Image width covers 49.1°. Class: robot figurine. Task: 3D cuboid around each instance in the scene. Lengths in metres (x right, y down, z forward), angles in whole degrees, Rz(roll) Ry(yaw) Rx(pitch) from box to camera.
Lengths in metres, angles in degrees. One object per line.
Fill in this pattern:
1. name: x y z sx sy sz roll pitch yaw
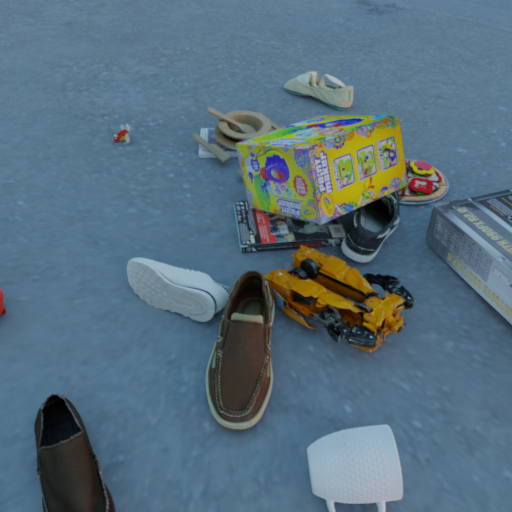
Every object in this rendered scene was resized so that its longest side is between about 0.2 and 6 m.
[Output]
1. robot figurine: 1.447 0.754 9.865 2.565 0.747 1.860 29 48 31

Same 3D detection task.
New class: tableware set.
1. tableware set: 0.303 -2.833 13.988 2.335 0.708 3.532 -27 51 -29

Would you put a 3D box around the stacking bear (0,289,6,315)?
1. stacking bear: -5.443 0.820 9.565 2.106 1.279 1.198 0 40 -12

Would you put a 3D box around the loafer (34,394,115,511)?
1. loafer: -2.525 2.773 7.353 0.850 0.830 2.328 -20 44 -23

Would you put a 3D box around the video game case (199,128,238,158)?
1. video game case: -0.736 -3.029 14.874 1.528 0.176 1.393 -1 40 -2

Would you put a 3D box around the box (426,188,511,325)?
1. box: 5.643 0.131 10.232 3.218 0.982 4.063 -13 37 -15

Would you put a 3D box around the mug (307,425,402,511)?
1. mug: 1.264 2.896 7.264 1.106 0.931 1.261 -7 70 2

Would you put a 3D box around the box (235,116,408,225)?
1. box: 1.313 -1.864 11.494 2.370 1.501 2.461 -25 25 -28

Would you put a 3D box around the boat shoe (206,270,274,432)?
1. boat shoe: -0.239 1.335 8.916 1.047 1.049 2.836 2 40 2

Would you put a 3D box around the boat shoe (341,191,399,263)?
1. boat shoe: 2.553 -0.876 11.633 0.992 0.792 2.624 24 43 5

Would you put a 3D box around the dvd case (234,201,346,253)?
1. dvd case: 0.704 -0.711 12.028 2.254 0.248 1.645 -5 40 -5

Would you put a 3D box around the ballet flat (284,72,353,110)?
1. ballet flat: 1.891 -5.147 16.939 2.467 0.857 0.857 29 48 31

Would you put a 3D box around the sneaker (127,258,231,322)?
1. sneaker: -1.445 0.531 10.257 2.044 0.781 0.823 24 35 19

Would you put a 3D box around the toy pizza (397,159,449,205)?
1. toy pizza: 3.576 -1.874 13.361 2.007 0.318 2.007 0 40 0

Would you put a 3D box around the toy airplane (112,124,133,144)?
1. toy airplane: -3.509 -3.249 14.972 0.553 0.392 0.556 9 72 29
